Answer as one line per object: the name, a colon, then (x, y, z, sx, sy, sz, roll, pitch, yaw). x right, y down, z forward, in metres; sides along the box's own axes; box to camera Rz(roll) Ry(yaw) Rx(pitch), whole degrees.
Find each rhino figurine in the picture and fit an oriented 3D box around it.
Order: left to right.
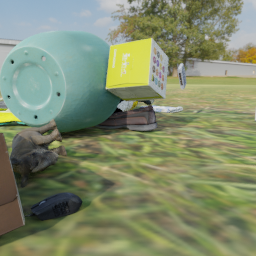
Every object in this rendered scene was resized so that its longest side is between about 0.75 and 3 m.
rhino figurine: (-1.617, 0.421, 4.930, 0.977, 0.668, 2.236, -21, 17, -12)

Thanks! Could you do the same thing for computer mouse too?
computer mouse: (-1.212, 0.969, 3.343, 1.350, 0.230, 0.396, -6, 14, -26)

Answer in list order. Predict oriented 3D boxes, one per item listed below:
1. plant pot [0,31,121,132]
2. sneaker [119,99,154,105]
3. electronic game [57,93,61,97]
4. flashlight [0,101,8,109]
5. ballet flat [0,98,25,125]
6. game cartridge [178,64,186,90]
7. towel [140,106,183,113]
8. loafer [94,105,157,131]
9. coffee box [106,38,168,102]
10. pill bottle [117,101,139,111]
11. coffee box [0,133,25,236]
plant pot: (-1.898, -1.200, 7.549, 2.952, 2.952, 2.369, 4, 14, 18)
sneaker: (-0.126, -1.042, 9.724, 2.167, 1.566, 0.824, 38, 5, -45)
electronic game: (-3.440, -1.135, 11.984, 1.621, 0.337, 1.621, -13, -24, -6)
flashlight: (-4.018, -0.824, 11.171, 2.331, 0.789, 0.792, -2, 8, -17)
ballet flat: (-3.729, -0.532, 9.241, 2.781, 0.932, 0.929, -2, 11, -10)
game cartridge: (2.006, -1.916, 10.345, 0.171, 0.837, 0.557, 1, 36, 27)
towel: (1.583, -0.929, 13.230, 1.731, 0.206, 1.271, 9, 13, 39)
loafer: (-0.173, -0.381, 8.797, 2.381, 0.750, 0.856, 4, 15, 32)
coffee box: (0.266, -1.469, 7.425, 1.225, 1.223, 1.211, 0, -12, 28)
pill bottle: (-0.186, -1.228, 12.555, 1.047, 1.047, 1.831, 3, 11, 15)
coffee box: (-2.377, 0.497, 3.287, 1.445, 1.021, 2.557, -17, 18, -34)
